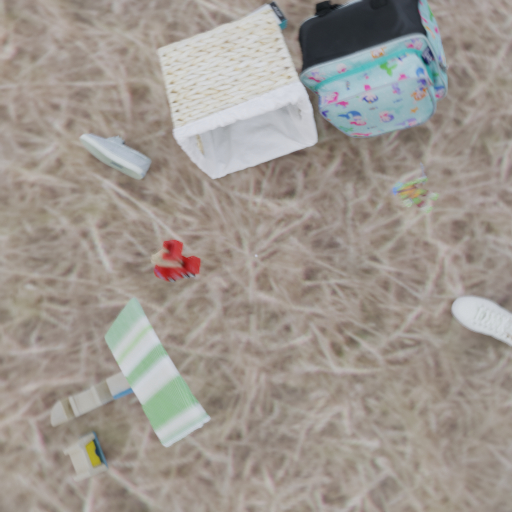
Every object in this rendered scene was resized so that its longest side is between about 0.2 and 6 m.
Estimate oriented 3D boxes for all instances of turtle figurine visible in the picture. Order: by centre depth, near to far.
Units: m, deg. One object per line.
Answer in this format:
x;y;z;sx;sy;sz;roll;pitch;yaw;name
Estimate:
2.799;-1.062;9.629;0.740;0.763;0.549;25;58;-20;turtle figurine

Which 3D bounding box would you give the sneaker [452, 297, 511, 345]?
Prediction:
4.836;1.305;11.075;1.835;0.777;0.668;25;83;5;sneaker

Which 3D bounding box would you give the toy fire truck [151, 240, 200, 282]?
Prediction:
-1.227;0.094;8.039;0.755;1.071;0.261;23;64;-39;toy fire truck

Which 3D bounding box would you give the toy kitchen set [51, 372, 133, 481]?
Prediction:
-2.691;3.165;10.793;1.947;1.147;1.560;-27;82;16;toy kitchen set

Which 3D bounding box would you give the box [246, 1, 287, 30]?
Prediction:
-0.024;-4.994;12.293;1.320;0.324;0.543;-31;82;-5;box

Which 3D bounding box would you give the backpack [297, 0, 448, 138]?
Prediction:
2.363;-3.512;10.755;2.508;2.825;2.127;-11;82;27;backpack

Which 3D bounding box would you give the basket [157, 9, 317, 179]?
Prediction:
-0.284;-3.011;10.777;2.452;2.430;1.972;-16;78;9;basket

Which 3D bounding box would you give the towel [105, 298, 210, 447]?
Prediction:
-1.463;1.690;7.950;0.225;1.469;1.926;-24;76;-39;towel

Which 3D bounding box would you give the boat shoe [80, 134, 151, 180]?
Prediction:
-2.932;-2.195;11.796;1.555;0.542;0.554;30;70;2;boat shoe
